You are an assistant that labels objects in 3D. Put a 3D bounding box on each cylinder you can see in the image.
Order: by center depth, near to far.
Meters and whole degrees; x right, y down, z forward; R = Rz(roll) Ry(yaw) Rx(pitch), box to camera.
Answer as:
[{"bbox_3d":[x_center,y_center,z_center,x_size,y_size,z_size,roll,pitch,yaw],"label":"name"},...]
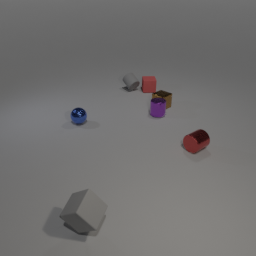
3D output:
[{"bbox_3d":[2.478,0.471,10.148,0.700,0.700,0.700,-22,36,-34],"label":"cylinder"},{"bbox_3d":[1.361,-0.928,12.673,0.700,0.700,0.700,0,27,0],"label":"cylinder"},{"bbox_3d":[0.171,-2.540,15.273,0.700,0.700,0.700,-20,64,-31],"label":"cylinder"}]

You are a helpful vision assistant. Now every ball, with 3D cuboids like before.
[{"bbox_3d":[-2.094,-0.525,11.907,0.700,0.700,0.700,0,29,0],"label":"ball"}]

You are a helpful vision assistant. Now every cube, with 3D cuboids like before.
[{"bbox_3d":[-1.053,1.988,6.706,0.700,0.700,0.700,-24,27,39],"label":"cube"},{"bbox_3d":[1.621,-1.333,13.426,0.700,0.700,0.700,25,37,37],"label":"cube"},{"bbox_3d":[1.142,-2.381,15.263,0.700,0.700,0.700,-1,31,-4],"label":"cube"}]
